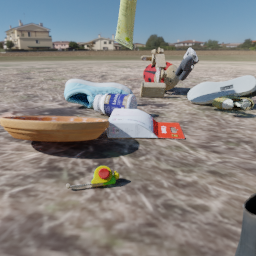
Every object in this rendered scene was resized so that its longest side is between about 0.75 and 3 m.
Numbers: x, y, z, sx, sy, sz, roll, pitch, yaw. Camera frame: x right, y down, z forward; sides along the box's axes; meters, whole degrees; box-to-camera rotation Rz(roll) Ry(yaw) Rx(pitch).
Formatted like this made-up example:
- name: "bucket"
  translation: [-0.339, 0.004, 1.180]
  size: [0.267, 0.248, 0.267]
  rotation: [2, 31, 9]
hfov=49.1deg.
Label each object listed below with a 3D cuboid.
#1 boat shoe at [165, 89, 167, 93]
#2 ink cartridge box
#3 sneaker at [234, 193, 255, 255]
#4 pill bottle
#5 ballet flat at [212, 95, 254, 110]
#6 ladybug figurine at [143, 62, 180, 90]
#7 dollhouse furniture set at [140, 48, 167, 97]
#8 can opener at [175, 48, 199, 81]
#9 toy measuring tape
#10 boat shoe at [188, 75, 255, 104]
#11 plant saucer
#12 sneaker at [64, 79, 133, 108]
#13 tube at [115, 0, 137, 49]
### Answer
- name: "boat shoe"
  translation: [1.670, -2.023, 15.168]
  size: [0.363, 0.386, 1.075]
  rotation: [33, -10, -32]
- name: "ink cartridge box"
  translation: [0.533, -0.170, 8.496]
  size: [2.158, 0.616, 1.754]
  rotation: [-3, 16, 5]
- name: "sneaker"
  translation: [2.084, 1.158, 2.707]
  size: [2.302, 1.223, 0.861]
  rotation: [-5, 17, -18]
- name: "pill bottle"
  translation: [-0.460, -0.832, 10.133]
  size: [1.436, 0.831, 0.831]
  rotation: [6, 17, 21]
- name: "ballet flat"
  translation: [4.252, -0.982, 11.210]
  size: [1.657, 0.586, 0.586]
  rotation: [0, 16, -5]
- name: "ladybug figurine"
  translation: [1.735, -2.971, 15.687]
  size: [2.470, 1.677, 0.889]
  rotation: [15, 3, 41]
- name: "dollhouse furniture set"
  translation: [1.199, -2.977, 14.141]
  size: [1.171, 1.371, 2.645]
  rotation: [1, 54, -3]
- name: "can opener"
  translation: [1.906, -2.082, 9.616]
  size: [0.624, 0.498, 1.867]
  rotation: [-33, -9, -12]
- name: "toy measuring tape"
  translation: [-0.641, 0.891, 5.142]
  size: [0.986, 0.363, 0.363]
  rotation: [-5, 17, -14]
- name: "boat shoe"
  translation: [4.040, -1.420, 11.995]
  size: [2.925, 1.034, 0.931]
  rotation: [-5, -30, 34]
- name: "plant saucer"
  translation: [-1.827, -0.013, 7.212]
  size: [2.687, 0.503, 2.687]
  rotation: [3, 5, 0]
- name: "sneaker"
  translation: [-1.216, -1.206, 11.618]
  size: [2.883, 1.066, 1.181]
  rotation: [5, 49, -4]
- name: "tube"
  translation: [-0.053, -3.732, 9.889]
  size: [0.544, 2.094, 0.608]
  rotation: [-11, 61, -14]
